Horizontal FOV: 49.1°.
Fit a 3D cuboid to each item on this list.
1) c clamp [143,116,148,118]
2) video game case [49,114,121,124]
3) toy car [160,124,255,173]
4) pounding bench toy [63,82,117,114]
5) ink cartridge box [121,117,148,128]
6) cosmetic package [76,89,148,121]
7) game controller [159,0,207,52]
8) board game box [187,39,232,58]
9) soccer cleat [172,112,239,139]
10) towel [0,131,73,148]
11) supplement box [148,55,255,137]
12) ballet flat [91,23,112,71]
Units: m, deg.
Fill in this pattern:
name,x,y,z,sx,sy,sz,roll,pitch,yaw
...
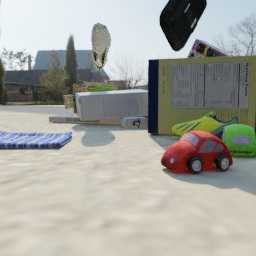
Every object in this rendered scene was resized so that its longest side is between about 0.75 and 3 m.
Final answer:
name,x,y,z,sx,sy,sz,roll,pitch,yaw
c clamp,0.176,-0.785,12.106,1.765,0.280,2.066,14,17,-32
video game case,-1.442,-0.402,11.600,2.931,0.256,2.095,2,6,17
toy car,1.682,0.227,4.136,2.234,0.498,2.102,2,6,13
pounding bench toy,-2.337,-1.509,15.036,2.860,1.777,2.231,-3,7,-29
ink cartridge box,0.211,-0.184,9.125,0.769,0.320,0.558,-2,6,-17
cosmetic package,-0.525,-0.874,10.333,2.627,0.973,1.336,-7,12,-15
game controller,1.549,-3.165,7.619,0.483,2.293,1.196,11,-32,35
board game box,3.274,-2.658,11.513,0.595,1.367,1.852,-2,35,-41
soccer cleat,1.636,-0.032,5.962,0.503,0.651,1.556,-6,8,-44
towel,-2.177,0.208,5.772,1.878,0.224,1.360,0,7,-1
supplement box,2.172,-0.874,7.972,2.836,1.905,2.838,1,6,13
ballet flat,-1.132,-3.208,11.565,0.848,0.848,2.364,0,-25,-4
